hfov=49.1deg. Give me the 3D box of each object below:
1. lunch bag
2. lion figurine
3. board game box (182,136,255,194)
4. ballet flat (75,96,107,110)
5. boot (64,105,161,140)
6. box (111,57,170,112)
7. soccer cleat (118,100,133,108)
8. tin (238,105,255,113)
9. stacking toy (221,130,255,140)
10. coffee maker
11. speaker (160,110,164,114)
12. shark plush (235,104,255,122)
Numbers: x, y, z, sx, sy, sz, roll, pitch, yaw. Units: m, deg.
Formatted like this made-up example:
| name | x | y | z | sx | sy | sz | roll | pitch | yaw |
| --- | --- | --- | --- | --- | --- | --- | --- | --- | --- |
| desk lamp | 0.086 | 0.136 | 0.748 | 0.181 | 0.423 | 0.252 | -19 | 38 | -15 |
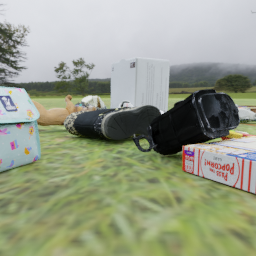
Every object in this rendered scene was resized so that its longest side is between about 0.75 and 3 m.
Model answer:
| name | x | y | z | sx | sy | sz | roll | pitch | yaw |
| --- | --- | --- | --- | --- | --- | --- | --- | --- | --- |
| lunch bag | -1.728 | -0.017 | 3.785 | 0.680 | 1.115 | 0.950 | 3 | 7 | 27 |
| lion figurine | -1.846 | -0.330 | 7.314 | 2.070 | 0.750 | 1.268 | -7 | 41 | -22 |
| board game box | 1.649 | 0.392 | 3.558 | 1.534 | 0.355 | 1.162 | -5 | 9 | -32 |
| ballet flat | -1.292 | -0.769 | 10.550 | 0.946 | 0.946 | 2.631 | 1 | 7 | 11 |
| boot | -0.282 | -0.150 | 6.439 | 1.523 | 0.728 | 2.017 | 3 | 7 | 39 |
| box | 0.391 | -1.519 | 11.036 | 1.475 | 2.257 | 2.245 | -1 | 7 | -26 |
| soccer cleat | -0.085 | -0.536 | 9.235 | 0.615 | 0.764 | 1.793 | 0 | 8 | -5 |
| tin | 4.565 | -0.637 | 11.200 | 1.434 | 0.536 | 2.561 | 1 | 6 | 40 |
| stacking toy | 1.860 | 0.261 | 4.778 | 0.896 | 0.378 | 0.811 | 10 | 7 | -8 |
| coffee maker | 0.863 | 0.004 | 4.135 | 1.119 | 0.785 | 1.165 | -35 | -1 | -31 |
| speaker | 0.799 | -0.197 | 7.576 | 0.516 | 0.516 | 1.271 | 1 | 7 | 6 |
| shark plush | 3.962 | -0.421 | 9.443 | 1.611 | 0.732 | 0.671 | -2 | -25 | 22 |
